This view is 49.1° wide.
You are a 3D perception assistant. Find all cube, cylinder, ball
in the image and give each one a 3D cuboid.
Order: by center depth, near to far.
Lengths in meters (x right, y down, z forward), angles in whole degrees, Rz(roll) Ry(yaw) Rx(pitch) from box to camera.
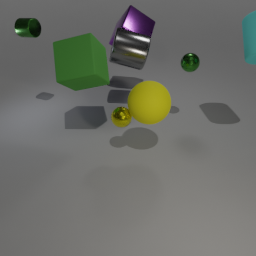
[{"bbox_3d":[0.683,-0.812,9.012,1.400,1.400,1.400,0,32,0],"label":"ball"},{"bbox_3d":[4.489,-2.942,9.074,1.400,1.400,1.400,-2,-6,0],"label":"cylinder"},{"bbox_3d":[-0.214,-0.362,9.267,0.700,0.700,0.700,0,32,0],"label":"ball"},{"bbox_3d":[-1.566,-2.194,9.604,1.400,1.400,1.400,-9,-7,14],"label":"cube"},{"bbox_3d":[2.307,-2.426,10.393,0.700,0.700,0.700,0,32,0],"label":"ball"},{"bbox_3d":[-3.791,-3.799,10.627,0.700,0.700,0.700,10,33,24],"label":"cylinder"},{"bbox_3d":[0.058,-3.223,11.456,1.400,1.400,1.400,13,31,-9],"label":"cylinder"},{"bbox_3d":[0.190,-4.337,12.763,1.400,1.400,1.400,27,62,-20],"label":"cube"}]
